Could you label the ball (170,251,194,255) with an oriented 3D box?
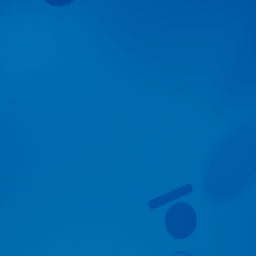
[{"bbox_3d":[1.051,2.795,5.313,0.830,0.830,0.830,0,74,0],"label":"ball"}]
